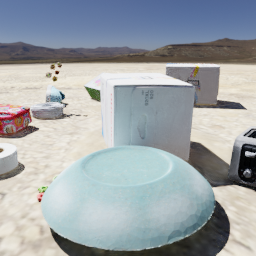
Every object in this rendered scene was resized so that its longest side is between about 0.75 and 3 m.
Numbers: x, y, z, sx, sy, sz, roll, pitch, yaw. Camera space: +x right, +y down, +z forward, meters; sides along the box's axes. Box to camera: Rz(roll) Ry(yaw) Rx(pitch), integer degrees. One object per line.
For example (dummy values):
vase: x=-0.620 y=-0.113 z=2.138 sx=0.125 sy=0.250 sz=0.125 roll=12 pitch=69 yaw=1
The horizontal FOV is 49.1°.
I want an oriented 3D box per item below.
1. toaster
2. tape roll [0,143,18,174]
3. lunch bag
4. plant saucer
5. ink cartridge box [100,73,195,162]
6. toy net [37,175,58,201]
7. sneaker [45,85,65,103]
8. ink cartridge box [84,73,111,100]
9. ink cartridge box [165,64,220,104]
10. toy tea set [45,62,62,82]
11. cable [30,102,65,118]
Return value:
toaster: x=3.063 y=0.630 z=5.777 sx=1.452 sy=0.953 sz=1.606 roll=14 pitch=21 yaw=36
tape roll: x=-3.143 y=0.713 z=6.475 sx=1.135 sy=0.397 sz=1.135 roll=-1 pitch=16 yaw=0
lunch bag: x=-4.343 y=-0.263 z=9.373 sx=1.815 sy=0.744 sz=1.599 roll=3 pitch=21 yaw=13
plant saucer: x=-0.005 y=0.842 z=4.780 sx=2.919 sy=0.562 sz=2.919 roll=-1 pitch=18 yaw=0
ink cartridge box: x=0.338 y=-0.382 z=7.470 sx=1.898 sy=1.932 sz=2.624 roll=-3 pitch=17 yaw=-11
toy net: x=-1.253 y=1.224 z=4.982 sx=0.694 sy=0.256 sz=1.324 roll=-6 pitch=17 yaw=-19
sneaker: x=-3.581 y=-1.569 z=13.871 sx=0.908 sy=0.819 sz=2.216 roll=7 pitch=21 yaw=-15
ink cartridge box: x=-1.030 y=-2.099 z=14.434 sx=1.397 sy=0.798 sz=2.691 roll=-39 pitch=32 yaw=-18
ink cartridge box: x=3.166 y=-2.267 z=14.089 sx=2.538 sy=1.836 sz=1.868 roll=3 pitch=16 yaw=9
toy tea set: x=-3.098 y=-2.382 z=11.743 sx=0.514 sy=0.865 sz=0.320 roll=22 pitch=6 yaw=-14
cable: x=-3.270 y=-0.738 z=11.388 sx=1.308 sy=0.453 sz=1.309 roll=-8 pitch=18 yaw=-21
